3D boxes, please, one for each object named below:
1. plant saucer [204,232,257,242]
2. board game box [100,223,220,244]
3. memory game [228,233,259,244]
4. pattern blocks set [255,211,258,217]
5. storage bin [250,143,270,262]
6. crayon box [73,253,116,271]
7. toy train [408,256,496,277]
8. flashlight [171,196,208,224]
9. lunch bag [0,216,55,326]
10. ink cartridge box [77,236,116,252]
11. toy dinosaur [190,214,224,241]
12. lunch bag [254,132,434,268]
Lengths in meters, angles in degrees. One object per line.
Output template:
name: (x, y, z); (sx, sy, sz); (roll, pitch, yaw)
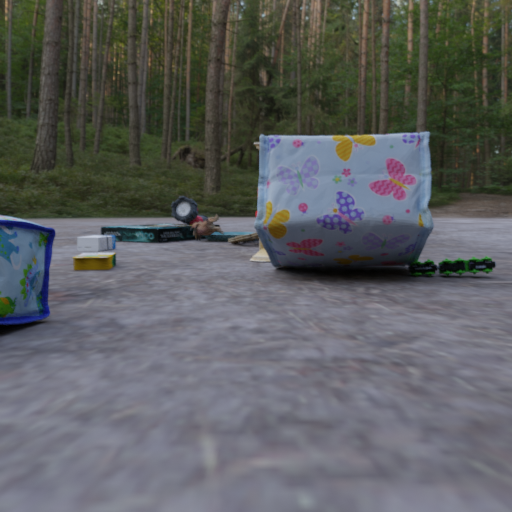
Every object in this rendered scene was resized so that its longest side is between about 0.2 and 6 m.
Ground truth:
plant saucer: (-0.708, -0.564, 16.665); (1.749, 0.240, 1.749); (1, 5, 0)
board game box: (-2.862, -0.722, 17.216); (2.157, 0.449, 3.189); (3, 6, 29)
memory game: (0.365, -0.579, 14.974); (2.300, 0.146, 2.300); (-11, 0, 0)
pattern blocks set: (2.082, -1.147, 14.505); (3.485, 0.282, 3.064); (13, -24, -27)
storage bin: (0.483, -1.024, 11.038); (1.016, 2.169, 2.153); (3, 5, 6)
crayon box: (-2.665, 0.097, 9.240); (0.566, 0.232, 0.900); (-1, 5, -6)
toy train: (2.819, 0.166, 8.123); (1.209, 0.252, 0.341); (-3, -6, 11)
flashlight: (-2.079, -1.290, 18.955); (0.855, 0.852, 2.517); (-42, -17, 3)
lunch bag: (-2.659, 0.115, 4.400); (1.424, 1.067, 1.675); (1, -4, 12)
ink cartridge box: (-3.718, -0.294, 13.054); (0.580, 0.340, 0.793); (1, 4, 13)
toy dinosaur: (-1.477, -0.778, 16.068); (0.935, 0.592, 1.380); (-16, 1, 1)
lunch bag: (1.286, -0.678, 8.531); (2.368, 1.775, 2.792); (0, -18, 10)
